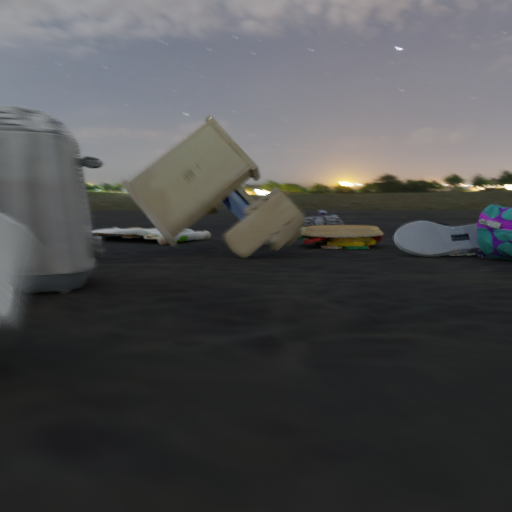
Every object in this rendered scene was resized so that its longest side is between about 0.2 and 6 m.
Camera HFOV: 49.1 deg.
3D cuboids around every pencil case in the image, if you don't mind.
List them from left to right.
[{"bbox_3d":[3.751,-0.272,7.356,0.871,0.802,1.886,18,-1,-20],"label":"pencil case"}]

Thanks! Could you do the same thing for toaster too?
[{"bbox_3d":[-2.866,-0.531,5.430,2.649,1.711,1.505,-1,5,-11],"label":"toaster"}]

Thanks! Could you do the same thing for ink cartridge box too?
[{"bbox_3d":[-2.082,-0.047,2.845,1.371,0.572,0.995,0,-15,8],"label":"ink cartridge box"}]

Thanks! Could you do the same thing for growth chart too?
[{"bbox_3d":[-2.521,-0.477,12.142,3.019,0.268,2.185,3,6,29],"label":"growth chart"}]

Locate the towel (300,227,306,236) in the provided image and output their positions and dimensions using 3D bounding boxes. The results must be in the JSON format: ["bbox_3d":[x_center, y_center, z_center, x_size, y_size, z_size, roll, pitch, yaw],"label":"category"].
[{"bbox_3d":[0.749,-0.575,13.348,1.187,0.217,0.881,2,7,19],"label":"towel"}]

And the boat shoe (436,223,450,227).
[{"bbox_3d":[3.381,-0.376,10.197,0.540,0.446,1.574,2,6,17],"label":"boat shoe"}]

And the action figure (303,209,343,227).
[{"bbox_3d":[1.836,-0.886,14.993,1.079,0.575,1.658,9,12,18],"label":"action figure"}]

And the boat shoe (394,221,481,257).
[{"bbox_3d":[2.904,-0.211,8.711,1.585,0.562,0.553,-4,-21,-2],"label":"boat shoe"}]

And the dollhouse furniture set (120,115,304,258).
[{"bbox_3d":[-0.611,-0.526,9.797,1.805,2.612,2.766,-39,-19,-6],"label":"dollhouse furniture set"}]

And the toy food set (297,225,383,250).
[{"bbox_3d":[1.541,-0.354,10.333,1.563,0.380,1.547,3,7,31],"label":"toy food set"}]
